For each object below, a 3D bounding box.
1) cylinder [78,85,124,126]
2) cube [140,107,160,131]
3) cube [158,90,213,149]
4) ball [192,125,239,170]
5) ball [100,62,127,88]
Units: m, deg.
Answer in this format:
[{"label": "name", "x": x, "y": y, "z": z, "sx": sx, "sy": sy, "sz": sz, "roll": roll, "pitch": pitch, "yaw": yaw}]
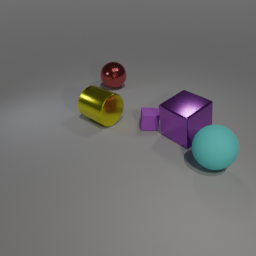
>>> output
[{"label": "cylinder", "x": -1.125, "y": -0.941, "z": 11.728, "sx": 1.400, "sy": 1.400, "sz": 1.400, "roll": 25, "pitch": 38, "yaw": 35}, {"label": "cube", "x": 0.878, "y": -0.367, "z": 11.399, "sx": 0.700, "sy": 0.700, "sz": 0.700, "roll": 2, "pitch": 31, "yaw": -3}, {"label": "cube", "x": 2.161, "y": -0.357, "z": 10.480, "sx": 1.400, "sy": 1.400, "sz": 1.400, "roll": -32, "pitch": 41, "yaw": -25}, {"label": "ball", "x": 2.708, "y": 0.597, "z": 8.719, "sx": 1.400, "sy": 1.400, "sz": 1.400, "roll": 0, "pitch": 30, "yaw": 0}, {"label": "ball", "x": -0.776, "y": -2.837, "z": 15.015, "sx": 1.400, "sy": 1.400, "sz": 1.400, "roll": 0, "pitch": 30, "yaw": 0}]
